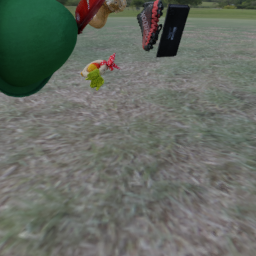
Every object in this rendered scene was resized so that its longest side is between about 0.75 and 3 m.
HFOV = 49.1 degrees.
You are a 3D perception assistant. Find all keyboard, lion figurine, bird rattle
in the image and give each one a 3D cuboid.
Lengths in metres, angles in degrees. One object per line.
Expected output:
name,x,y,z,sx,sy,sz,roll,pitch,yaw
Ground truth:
keyboard,1.459,-3.511,10.271,1.195,1.990,0.255,-8,45,-20
lion figurine,-0.859,-3.836,9.108,0.768,1.298,2.119,-50,6,-25
bird rattle,-0.859,-1.715,8.004,0.951,0.657,1.166,20,68,37

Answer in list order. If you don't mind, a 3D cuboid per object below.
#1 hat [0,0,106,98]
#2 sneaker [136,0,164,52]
hat,-1.045,-1.599,5.164,2.456,2.790,2.311,17,46,20
sneaker,0.749,-3.966,10.876,0.940,1.924,0.680,14,11,18
